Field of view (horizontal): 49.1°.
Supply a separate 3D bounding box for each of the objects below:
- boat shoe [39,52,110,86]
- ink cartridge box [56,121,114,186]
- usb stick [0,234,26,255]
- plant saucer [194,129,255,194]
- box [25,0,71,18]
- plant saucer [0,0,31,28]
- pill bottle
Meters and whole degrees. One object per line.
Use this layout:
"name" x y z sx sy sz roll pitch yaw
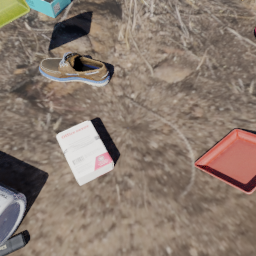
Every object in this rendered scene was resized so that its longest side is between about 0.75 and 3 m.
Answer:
"boat shoe" -1.837 -2.107 9.429 2.478 0.897 0.895 8 61 4
"ink cartridge box" -1.230 0.691 8.033 1.102 0.623 1.505 -25 64 -13
"usb stick" -3.156 3.042 6.970 1.240 0.202 0.344 -23 68 -12
"plant saucer" 3.122 0.900 7.627 1.897 0.348 1.893 -36 31 -18
"box" -3.853 -5.574 11.465 2.835 0.697 1.166 28 65 14
"plant saucer" -3.418 -3.136 6.602 1.571 1.573 0.377 -29 54 0
"pill bottle" -4.090 1.744 6.968 2.739 1.455 1.455 22 63 11
